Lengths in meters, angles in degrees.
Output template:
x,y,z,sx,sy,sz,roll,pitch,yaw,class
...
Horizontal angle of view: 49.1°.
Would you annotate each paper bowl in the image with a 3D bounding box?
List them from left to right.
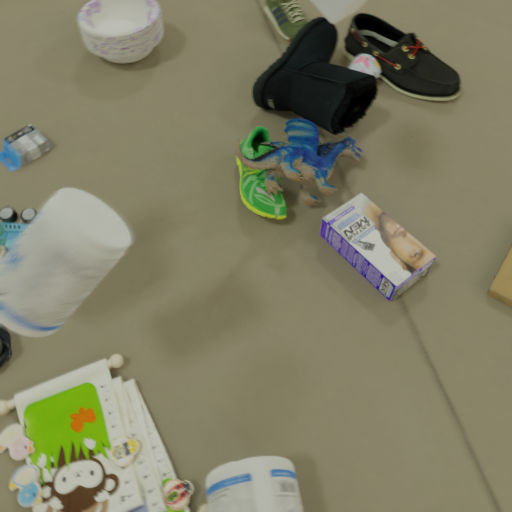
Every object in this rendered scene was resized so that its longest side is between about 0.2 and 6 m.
x,y,z,sx,sy,sz,roll,pitch,yaw,class
-2.952,-4.967,12.387,1.777,0.924,1.777,0,55,0,paper bowl

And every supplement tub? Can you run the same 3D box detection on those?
x,y,z,sx,sy,sz,roll,pitch,yaw,class
-2.195,0.092,6.163,1.473,0.972,0.972,-47,61,16,supplement tub
0.051,3.383,6.621,1.139,1.139,1.727,-7,56,-5,supplement tub

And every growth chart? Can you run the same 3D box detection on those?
x,y,z,sx,sy,sz,roll,pitch,yaw,class
-2.208,2.780,7.569,2.163,0.265,2.989,-29,60,-17,growth chart

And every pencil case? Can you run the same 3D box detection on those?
x,y,z,sx,sy,sz,roll,pitch,yaw,class
2.089,-3.567,11.665,0.644,0.590,1.420,34,59,-4,pencil case

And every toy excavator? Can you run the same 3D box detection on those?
x,y,z,sx,sy,sz,roll,pitch,yaw,class
-4.204,-0.184,9.434,1.149,0.590,1.181,2,65,3,toy excavator

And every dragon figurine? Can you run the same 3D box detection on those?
x,y,z,sx,sy,sz,roll,pitch,yaw,class
0.654,-1.788,9.742,2.913,0.857,1.448,13,62,-32,dragon figurine

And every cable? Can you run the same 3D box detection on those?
x,y,z,sx,sy,sz,roll,pitch,yaw,class
-4.239,1.377,8.528,1.180,0.300,0.962,5,51,6,cable

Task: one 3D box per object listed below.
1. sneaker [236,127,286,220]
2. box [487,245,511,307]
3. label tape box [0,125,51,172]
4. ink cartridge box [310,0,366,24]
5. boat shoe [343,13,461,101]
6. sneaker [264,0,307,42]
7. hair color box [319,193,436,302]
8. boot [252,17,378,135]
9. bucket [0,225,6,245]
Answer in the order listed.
x,y,z,sx,sy,sz,roll,pitch,yaw,class
0.104,-1.521,10.052,0.752,0.849,2.031,2,54,-26,sneaker
5.163,0.466,9.140,2.217,0.236,1.812,29,60,19,box
-4.546,-2.091,10.841,0.883,0.292,0.633,-38,64,-24,label tape box
0.994,-3.452,6.949,0.841,0.487,1.161,46,39,-6,ink cartridge box
3.110,-4.241,11.966,2.848,0.892,1.042,38,63,21,boat shoe
0.709,-5.684,12.952,0.614,0.822,1.830,-23,59,-15,sneaker
1.997,-0.177,9.387,0.948,0.562,1.735,-33,64,-21,hair color box
1.510,-3.610,11.212,2.234,1.016,2.659,28,66,32,boot
-3.877,-0.612,6.638,1.077,1.655,1.655,-31,61,-31,bucket
